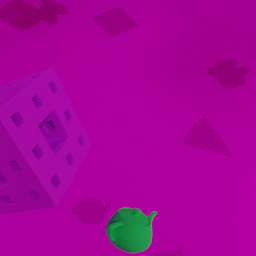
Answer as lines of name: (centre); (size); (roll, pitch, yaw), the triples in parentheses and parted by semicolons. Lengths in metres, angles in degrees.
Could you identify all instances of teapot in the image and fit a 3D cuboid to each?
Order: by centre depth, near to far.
teapot: (0.067, 1.357, 3.881); (0.653, 1.050, 0.514); (26, 100, 38)

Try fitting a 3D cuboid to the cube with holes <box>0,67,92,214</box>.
cube with holes: (-1.577, 0.191, 3.929); (1.364, 1.364, 1.364); (-13, 27, 21)
